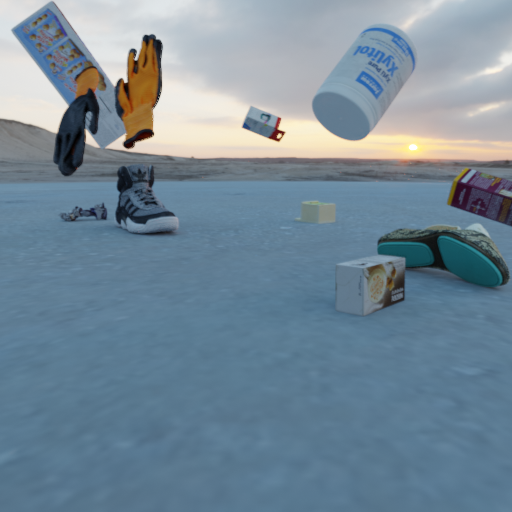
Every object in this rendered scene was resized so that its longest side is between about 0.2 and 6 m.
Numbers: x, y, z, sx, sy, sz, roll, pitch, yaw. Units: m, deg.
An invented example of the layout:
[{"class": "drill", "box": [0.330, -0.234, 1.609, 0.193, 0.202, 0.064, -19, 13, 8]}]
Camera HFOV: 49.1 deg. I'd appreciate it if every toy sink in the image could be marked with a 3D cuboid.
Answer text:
[{"class": "toy sink", "box": [1.691, -1.282, 16.241, 0.682, 0.586, 1.047, -7, 12, -37]}]

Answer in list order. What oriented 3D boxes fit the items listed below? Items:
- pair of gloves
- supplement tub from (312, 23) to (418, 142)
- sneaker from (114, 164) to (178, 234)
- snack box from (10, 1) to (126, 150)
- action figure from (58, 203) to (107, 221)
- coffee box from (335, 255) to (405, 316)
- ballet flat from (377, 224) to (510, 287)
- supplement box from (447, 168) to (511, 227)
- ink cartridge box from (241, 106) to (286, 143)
[{"class": "pair of gloves", "box": [-2.071, -2.100, 7.728, 2.080, 1.853, 0.257, -16, -29, 32]}, {"class": "supplement tub", "box": [1.791, -2.842, 9.162, 1.117, 1.693, 1.117, 30, -20, 12]}, {"class": "sneaker", "box": [-2.848, -1.466, 14.091, 1.098, 1.655, 2.909, -6, 11, -32]}, {"class": "snack box", "box": [-3.387, -3.385, 10.687, 0.946, 2.630, 0.320, -33, 24, 3]}, {"class": "action figure", "box": [-5.149, -1.264, 16.571, 1.378, 0.478, 0.897, -8, 19, -25]}, {"class": "coffee box", "box": [1.387, 0.332, 6.741, 0.398, 0.571, 0.999, 7, 11, 41]}, {"class": "ballet flat", "box": [2.907, -0.154, 8.484, 0.916, 0.825, 2.432, -36, 23, -23]}, {"class": "supplement box", "box": [2.444, -0.620, 5.863, 0.730, 0.313, 0.403, 25, 41, 27]}, {"class": "ink cartridge box", "box": [0.217, -3.169, 13.530, 1.017, 0.342, 0.591, 20, -20, -10]}]
